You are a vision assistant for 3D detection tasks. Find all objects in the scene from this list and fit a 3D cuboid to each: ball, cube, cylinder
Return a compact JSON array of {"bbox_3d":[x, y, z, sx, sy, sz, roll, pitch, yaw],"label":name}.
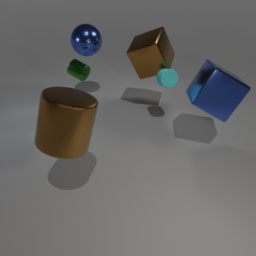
[{"bbox_3d":[-1.854,-3.908,12.490,1.400,1.400,1.400,0,33,0],"label":"ball"},{"bbox_3d":[0.988,-3.133,11.791,1.400,1.400,1.400,-9,41,30],"label":"cube"},{"bbox_3d":[3.033,-1.309,9.673,1.400,1.400,1.400,27,23,-9],"label":"cube"},{"bbox_3d":[-2.020,-2.379,11.515,0.700,0.700,0.700,30,40,12],"label":"cylinder"},{"bbox_3d":[1.529,-1.956,10.977,0.700,0.700,0.700,-6,14,-9],"label":"cylinder"},{"bbox_3d":[-1.567,-0.160,7.096,1.400,1.400,1.400,13,23,-6],"label":"cylinder"}]
